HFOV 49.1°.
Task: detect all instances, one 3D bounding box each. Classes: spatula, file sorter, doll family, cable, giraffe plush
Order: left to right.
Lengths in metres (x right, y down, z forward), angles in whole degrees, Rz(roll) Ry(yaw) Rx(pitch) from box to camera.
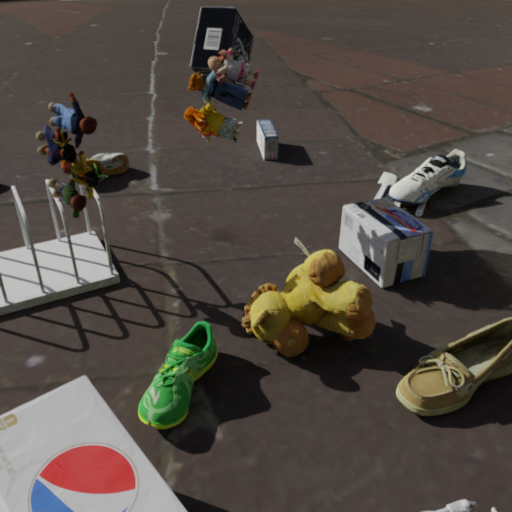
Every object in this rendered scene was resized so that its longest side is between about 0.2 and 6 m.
[{"bbox_3d":[-4.409,-0.304,10.791,2.848,1.773,1.976,-16,36,-23],"label":"file sorter"},{"bbox_3d":[-3.138,-1.697,9.605,0.820,2.089,1.207,-30,39,-29],"label":"doll family"},{"bbox_3d":[-0.728,-2.856,10.374,1.142,1.839,0.829,18,31,-6],"label":"doll family"},{"bbox_3d":[0.669,0.878,9.276,1.733,1.844,2.137,-36,54,-14],"label":"giraffe plush"},{"bbox_3d":[3.815,-1.641,14.373,1.540,0.178,2.215,14,35,18],"label":"spatula"},{"bbox_3d":[1.909,3.598,5.663,1.998,0.692,1.998,-5,34,-6],"label":"cable"}]

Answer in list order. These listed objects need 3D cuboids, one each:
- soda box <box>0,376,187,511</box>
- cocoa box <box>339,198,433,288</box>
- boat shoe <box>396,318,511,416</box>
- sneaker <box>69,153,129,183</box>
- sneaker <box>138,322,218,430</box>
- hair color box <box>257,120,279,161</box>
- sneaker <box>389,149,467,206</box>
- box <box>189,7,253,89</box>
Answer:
[{"bbox_3d":[-1.290,3.107,5.401,1.403,1.311,4.120,-22,44,-35],"label":"soda box"},{"bbox_3d":[2.595,-0.313,11.400,1.086,1.104,1.655,-13,35,-20],"label":"cocoa box"},{"bbox_3d":[3.215,1.640,8.627,2.507,0.789,0.914,-15,36,-23],"label":"boat shoe"},{"bbox_3d":[-4.361,-2.384,15.209,0.787,0.679,1.796,17,27,40],"label":"sneaker"},{"bbox_3d":[-1.193,1.724,8.445,0.751,0.847,2.027,10,35,14],"label":"sneaker"},{"bbox_3d":[0.335,-3.477,16.717,0.448,0.740,1.480,-4,33,-6],"label":"hair color box"},{"bbox_3d":[4.287,-1.987,14.029,2.661,0.964,0.956,-26,42,-31],"label":"sneaker"},{"bbox_3d":[-0.657,-4.061,11.129,0.767,1.237,1.216,9,-2,16],"label":"box"}]
